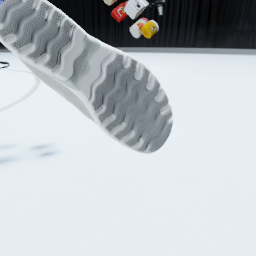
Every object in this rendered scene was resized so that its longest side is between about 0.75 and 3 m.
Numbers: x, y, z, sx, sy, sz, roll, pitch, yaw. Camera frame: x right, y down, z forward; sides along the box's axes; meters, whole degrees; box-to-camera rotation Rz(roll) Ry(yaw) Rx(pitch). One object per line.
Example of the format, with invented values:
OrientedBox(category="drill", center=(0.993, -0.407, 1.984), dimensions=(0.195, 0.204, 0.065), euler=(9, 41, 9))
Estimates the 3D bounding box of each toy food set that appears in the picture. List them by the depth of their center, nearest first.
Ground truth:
OrientedBox(category="toy food set", center=(0.135, -3.287, 7.367), dimensions=(0.904, 2.008, 0.959), euler=(-45, 2, -18))

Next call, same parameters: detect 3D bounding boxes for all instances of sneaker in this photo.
OrientedBox(category="sneaker", center=(-0.375, -0.549, 3.129), dimensions=(2.149, 0.803, 0.881), euler=(41, -7, -13))

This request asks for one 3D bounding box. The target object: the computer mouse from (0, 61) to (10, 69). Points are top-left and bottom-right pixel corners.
OrientedBox(category="computer mouse", center=(-3.118, -1.501, 6.219), dimensions=(0.915, 0.268, 0.156), euler=(8, 40, -29))

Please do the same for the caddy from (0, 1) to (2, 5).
OrientedBox(category="caddy", center=(-4.085, -3.438, 8.862), dimensions=(0.916, 1.296, 0.680), euler=(-3, 34, 40))
